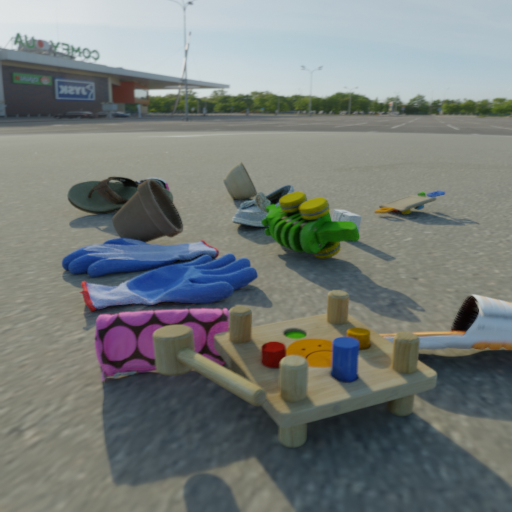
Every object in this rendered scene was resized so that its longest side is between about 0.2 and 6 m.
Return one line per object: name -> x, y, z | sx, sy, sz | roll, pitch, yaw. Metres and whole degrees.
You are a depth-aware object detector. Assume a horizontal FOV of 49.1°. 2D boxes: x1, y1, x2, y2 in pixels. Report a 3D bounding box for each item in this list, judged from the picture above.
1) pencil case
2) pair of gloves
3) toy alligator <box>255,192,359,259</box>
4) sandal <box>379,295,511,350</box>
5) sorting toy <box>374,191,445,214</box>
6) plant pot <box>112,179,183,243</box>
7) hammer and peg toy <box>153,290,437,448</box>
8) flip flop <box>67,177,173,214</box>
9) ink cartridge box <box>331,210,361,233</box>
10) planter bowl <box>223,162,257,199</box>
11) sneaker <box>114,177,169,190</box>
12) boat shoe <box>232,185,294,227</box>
pencil case -> -1.062, 1.025, 6.598 | 1.599, 0.749, 0.726 | -4, -28, -12
pair of gloves -> -1.834, 0.158, 10.067 | 2.973, 0.421, 3.698 | -7, 18, -24
toy alligator -> 0.635, -0.658, 11.679 | 1.015, 1.109, 3.740 | -29, 27, -21
sandal -> 2.576, 0.802, 6.846 | 2.250, 0.645, 0.862 | -1, -5, -3
sorting toy -> 4.161, -1.386, 15.433 | 2.137, 0.291, 1.203 | -18, 15, -19
plant pot -> -2.371, -0.785, 11.930 | 1.154, 1.324, 1.324 | -31, 13, 9
hammer and peg toy -> 0.330, 1.165, 5.739 | 2.519, 0.888, 1.853 | -8, 19, -24
flip flop -> -3.693, -1.730, 15.260 | 2.834, 0.816, 1.149 | 5, 52, 2
ink cartridge box -> 2.022, -0.708, 12.712 | 0.330, 0.563, 0.770 | 3, 14, -24
planter bowl -> -0.540, -2.220, 17.337 | 0.784, 1.165, 1.165 | -27, 15, 6
sneaker -> -3.592, -1.819, 16.303 | 2.128, 0.785, 0.931 | 0, 15, 16
boat shoe -> 0.250, -1.253, 14.222 | 0.919, 0.799, 2.492 | 11, 20, 35
